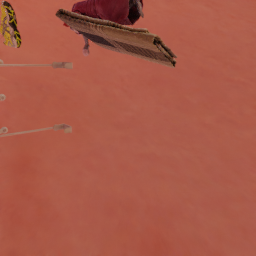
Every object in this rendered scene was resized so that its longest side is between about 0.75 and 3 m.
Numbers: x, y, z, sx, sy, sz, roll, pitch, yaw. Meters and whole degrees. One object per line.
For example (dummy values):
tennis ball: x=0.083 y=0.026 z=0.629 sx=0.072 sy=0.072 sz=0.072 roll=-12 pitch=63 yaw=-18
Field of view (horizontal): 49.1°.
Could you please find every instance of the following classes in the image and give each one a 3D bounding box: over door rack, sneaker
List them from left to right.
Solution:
sneaker: x=-3.917 y=-3.314 z=9.068 sx=0.565 sy=1.480 sz=0.558 roll=1 pitch=34 yaw=1
over door rack: x=-2.325 y=-0.613 z=5.969 sx=2.188 sy=1.616 sz=0.729 roll=-6 pitch=18 yaw=-29

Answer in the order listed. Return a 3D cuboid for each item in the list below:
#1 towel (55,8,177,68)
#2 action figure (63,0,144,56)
towel: x=-0.101 y=-2.208 z=6.917 sx=2.566 sy=2.470 sz=0.443 roll=22 pitch=96 yaw=19
action figure: x=-0.884 y=-3.390 z=7.948 sx=2.640 sy=1.966 sz=1.769 roll=-7 pitch=43 yaw=27
